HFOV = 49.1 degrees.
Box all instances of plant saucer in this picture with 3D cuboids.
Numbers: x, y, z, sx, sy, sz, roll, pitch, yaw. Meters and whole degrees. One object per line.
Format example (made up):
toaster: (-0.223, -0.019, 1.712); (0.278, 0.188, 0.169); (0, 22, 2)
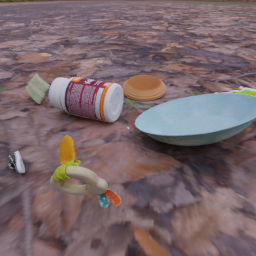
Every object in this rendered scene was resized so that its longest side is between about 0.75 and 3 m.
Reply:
plant saucer: (0.522, -1.358, 9.098); (1.437, 0.269, 1.437); (-1, 38, 1)
plant saucer: (1.600, -0.159, 6.410); (2.849, 0.548, 2.849); (-12, 18, 4)

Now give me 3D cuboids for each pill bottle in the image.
pill bottle: (-1.105, -0.794, 7.422); (1.777, 1.014, 1.014); (12, 31, 19)

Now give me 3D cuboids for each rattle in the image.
rattle: (-0.636, 0.747, 4.605); (1.150, 0.749, 0.822); (20, 31, -20)

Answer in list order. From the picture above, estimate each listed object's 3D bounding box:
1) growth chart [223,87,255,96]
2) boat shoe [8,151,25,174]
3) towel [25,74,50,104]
growth chart: (3.273, -0.915, 8.002); (2.117, 0.188, 1.532); (-16, 23, -39)
boat shoe: (-2.219, 0.714, 5.543); (0.246, 0.273, 0.772); (-24, 26, -17)
towel: (-2.747, -1.186, 8.480); (0.934, 0.693, 0.170); (40, 11, 32)
